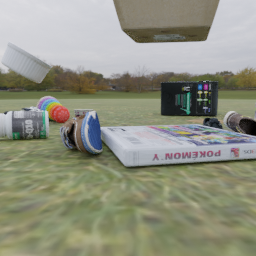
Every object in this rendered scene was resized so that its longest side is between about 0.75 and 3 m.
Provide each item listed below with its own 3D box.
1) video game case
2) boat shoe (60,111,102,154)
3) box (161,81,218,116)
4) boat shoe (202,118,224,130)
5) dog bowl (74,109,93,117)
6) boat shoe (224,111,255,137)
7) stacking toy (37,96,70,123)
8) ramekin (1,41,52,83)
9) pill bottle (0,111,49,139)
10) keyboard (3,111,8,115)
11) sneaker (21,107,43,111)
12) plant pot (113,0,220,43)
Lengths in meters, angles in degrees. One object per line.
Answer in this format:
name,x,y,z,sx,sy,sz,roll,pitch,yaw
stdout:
video game case,0.862,0.236,5.528,2.530,0.319,2.777,-2,6,-13
boat shoe,-0.890,0.134,5.317,0.697,0.695,1.925,-16,8,-1
box,2.998,-1.443,13.613,2.594,1.612,1.927,1,7,14
boat shoe,2.210,-0.058,7.299,0.493,0.437,1.319,1,7,8
dog bowl,-2.002,-0.672,12.653,0.874,0.322,0.874,0,8,0
boat shoe,2.529,0.043,5.674,1.296,0.466,0.386,24,7,-24
stacking toy,-2.805,-0.620,10.674,0.944,0.944,2.211,-4,15,-28
ramekin,-3.536,-2.222,9.711,1.618,0.789,1.618,31,3,-2
pill bottle,-2.450,-0.068,6.511,1.154,0.653,0.653,-3,8,-18
keyboard,-4.281,-0.632,12.509,2.344,0.301,1.408,-2,7,-23
sneaker,-3.853,-0.543,10.640,0.899,0.551,1.381,5,12,-46
plant pot,0.974,-3.446,6.619,2.863,2.538,2.867,2,7,12
